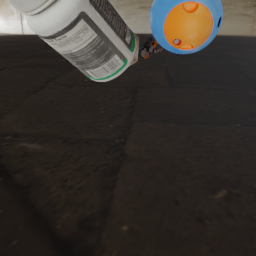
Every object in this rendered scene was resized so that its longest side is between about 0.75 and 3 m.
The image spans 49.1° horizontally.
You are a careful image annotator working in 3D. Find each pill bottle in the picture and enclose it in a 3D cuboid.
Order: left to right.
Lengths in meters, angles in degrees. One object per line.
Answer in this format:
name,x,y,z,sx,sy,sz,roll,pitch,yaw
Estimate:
pill bottle,-1.106,-2.313,5.969,1.586,1.586,2.805,17,-12,36

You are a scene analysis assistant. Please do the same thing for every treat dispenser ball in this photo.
treat dispenser ball,1.500,-2.899,7.353,1.871,1.871,1.871,0,23,0

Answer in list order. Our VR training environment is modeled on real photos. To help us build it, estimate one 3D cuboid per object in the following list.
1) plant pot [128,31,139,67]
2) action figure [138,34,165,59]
plant pot,-0.633,-2.709,9.143,1.486,1.317,1.488,-24,39,28
action figure,0.940,-3.137,10.931,0.652,1.246,1.205,47,55,4
